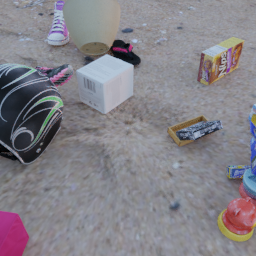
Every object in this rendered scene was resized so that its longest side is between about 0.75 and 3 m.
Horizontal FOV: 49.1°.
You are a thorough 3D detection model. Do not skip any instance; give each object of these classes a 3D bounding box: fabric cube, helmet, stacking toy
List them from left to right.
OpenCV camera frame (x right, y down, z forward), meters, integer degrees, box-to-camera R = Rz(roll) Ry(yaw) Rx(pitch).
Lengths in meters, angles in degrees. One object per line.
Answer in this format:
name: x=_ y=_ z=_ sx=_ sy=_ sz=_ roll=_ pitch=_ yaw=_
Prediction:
fabric cube: x=-2.820 y=2.423 z=5.630 sx=1.111 sy=1.132 sz=1.129 roll=5 pitch=43 yaw=5
helmet: x=-3.195 y=-0.538 z=8.107 sx=2.729 sy=2.729 sz=2.602 roll=18 pitch=61 yaw=19
stacking toy: x=3.317 y=1.851 z=6.464 sx=1.868 sy=0.872 sz=2.064 roll=26 pitch=47 yaw=28

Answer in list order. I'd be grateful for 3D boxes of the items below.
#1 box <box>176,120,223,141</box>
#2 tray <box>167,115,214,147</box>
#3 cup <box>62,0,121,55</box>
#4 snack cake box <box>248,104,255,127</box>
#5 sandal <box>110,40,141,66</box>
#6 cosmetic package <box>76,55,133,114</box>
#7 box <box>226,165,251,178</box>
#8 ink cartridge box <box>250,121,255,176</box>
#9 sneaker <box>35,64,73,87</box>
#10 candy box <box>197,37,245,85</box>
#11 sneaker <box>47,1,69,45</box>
box: x=2.150 y=0.062 z=8.497 sx=1.113 sy=0.277 sz=0.878 roll=-20 pitch=7 yaw=-23
tray: x=2.025 y=0.072 z=8.943 sx=1.389 sy=0.257 sz=0.685 roll=-19 pitch=51 yaw=-21
cup: x=-1.572 y=-4.438 z=12.674 sx=2.645 sy=2.645 sz=1.891 roll=-4 pitch=81 yaw=-5
snack cake box: x=4.847 y=0.016 z=8.731 sx=1.144 sy=0.668 sz=1.988 roll=-6 pitch=42 yaw=-10
sandal: x=-0.266 y=-3.649 z=12.967 sx=1.048 sy=0.629 sz=2.792 roll=-14 pitch=43 yaw=-16
cosmetic package: x=-0.785 y=-1.606 z=10.094 sx=1.330 sy=1.322 sz=1.590 roll=29 pitch=49 yaw=29
box: x=3.129 y=1.182 z=7.600 sx=0.857 sy=0.300 sz=0.275 roll=-1 pitch=8 yaw=-1
ink cartridge box: x=4.094 y=0.760 z=6.937 sx=2.594 sy=0.990 sz=1.770 roll=27 pitch=33 yaw=8
sneaker: x=-2.877 y=-1.812 z=9.782 sx=2.148 sy=1.024 sz=0.849 roll=-24 pitch=-10 yaw=23
candy box: x=3.794 y=-2.753 z=11.454 sx=2.193 sy=1.279 sz=0.619 roll=-30 pitch=48 yaw=-29
sneaker: x=-3.541 y=-5.456 z=14.263 sx=1.074 sy=1.690 sz=2.963 roll=1 pitch=42 yaw=-2
